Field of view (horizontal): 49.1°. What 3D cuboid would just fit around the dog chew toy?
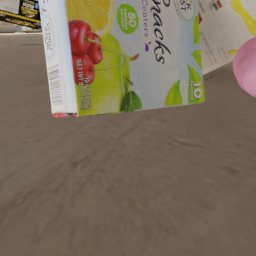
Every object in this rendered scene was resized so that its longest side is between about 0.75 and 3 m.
[{"bbox_3d":[2.417,-1.052,5.038,1.016,1.016,1.631,8,31,18],"label":"dog chew toy"}]

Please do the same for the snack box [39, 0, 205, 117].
[{"bbox_3d":[-0.035,-1.561,3.324,1.929,2.712,0.718,-10,7,-37],"label":"snack box"}]

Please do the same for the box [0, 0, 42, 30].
[{"bbox_3d":[-2.789,-3.160,7.799,1.824,0.564,2.284,2,14,-30],"label":"box"}]

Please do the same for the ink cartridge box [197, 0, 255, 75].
[{"bbox_3d":[2.541,-2.758,6.590,2.604,1.890,1.086,-25,20,28],"label":"ink cartridge box"}]
